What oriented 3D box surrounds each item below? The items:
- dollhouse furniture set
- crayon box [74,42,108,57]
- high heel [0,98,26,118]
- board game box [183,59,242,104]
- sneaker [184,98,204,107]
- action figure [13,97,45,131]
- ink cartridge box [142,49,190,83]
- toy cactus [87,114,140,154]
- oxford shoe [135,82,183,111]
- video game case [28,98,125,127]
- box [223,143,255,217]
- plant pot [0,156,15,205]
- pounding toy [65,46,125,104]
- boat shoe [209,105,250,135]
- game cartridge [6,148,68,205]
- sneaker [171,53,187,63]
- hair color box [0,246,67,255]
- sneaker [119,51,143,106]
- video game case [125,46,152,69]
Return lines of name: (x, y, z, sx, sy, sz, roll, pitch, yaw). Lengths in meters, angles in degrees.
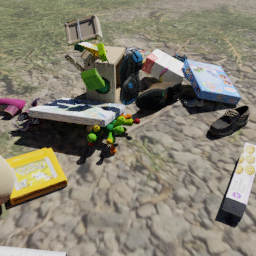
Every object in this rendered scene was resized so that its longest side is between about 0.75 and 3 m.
dollhouse furniture set: (-1.529, -2.992, 11.090, 1.386, 1.071, 2.773, -15, 72, 5)
crayon box: (-1.536, -3.268, 11.675, 1.207, 0.311, 0.759, 22, 27, 17)
high heel: (-5.482, -1.116, 12.146, 2.010, 0.678, 0.966, 24, 49, 8)
board game box: (3.887, -2.223, 13.219, 2.010, 0.486, 2.657, 8, 40, -15)
sneaker: (2.951, -1.187, 12.538, 0.886, 0.363, 0.331, -2, 34, -4)
action figure: (-3.651, -0.505, 11.399, 1.236, 1.112, 1.659, -39, 15, 18)
ink cartridge box: (2.141, -2.903, 14.257, 2.507, 0.846, 1.460, 31, 41, 9)
toy cactus: (-0.761, 0.105, 10.310, 1.822, 1.129, 2.208, 7, 33, 44)
oxford shoe: (1.185, -1.438, 12.517, 2.731, 0.992, 1.153, -20, 29, -39)
video game case: (-1.878, -0.709, 11.137, 2.992, 0.329, 2.727, 8, 17, 13)
box: (3.520, 1.444, 8.488, 0.583, 0.545, 2.815, 18, 38, 25)
plant pot: (-3.884, 1.462, 7.574, 1.326, 1.975, 1.975, 22, 19, -37)
pounding toy: (-1.305, -2.426, 12.508, 1.879, 2.433, 2.643, 7, 35, 10)
boat shoe: (3.995, -0.394, 11.000, 2.107, 0.772, 0.785, -24, 41, -31)
game cartridge: (-2.984, 1.392, 8.793, 1.672, 0.308, 1.897, -17, 39, -24)
sneaker: (2.719, -4.088, 16.481, 1.541, 0.736, 0.611, 3, 34, 4)
hair color box: (-2.378, 3.144, 5.922, 2.014, 0.617, 1.022, 3, 34, 6)
sneaker: (0.036, -1.930, 11.051, 0.780, 2.131, 0.873, 14, -3, -36)
video game case: (0.300, -4.242, 17.056, 2.548, 0.360, 2.819, 29, 43, 36)
